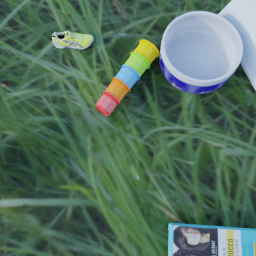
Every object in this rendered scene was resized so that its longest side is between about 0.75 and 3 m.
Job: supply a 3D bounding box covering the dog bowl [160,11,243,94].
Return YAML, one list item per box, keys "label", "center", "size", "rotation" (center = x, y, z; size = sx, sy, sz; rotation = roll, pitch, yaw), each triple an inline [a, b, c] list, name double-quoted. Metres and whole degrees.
- label: "dog bowl"
  center: [2.163, -2.281, 8.549]
  size: [2.370, 0.934, 2.370]
  rotation: [0, 75, 0]

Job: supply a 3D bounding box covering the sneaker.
- label: "sneaker"
  center: [-1.763, -2.818, 8.927]
  size: [1.319, 0.504, 0.497]
  rotation: [-5, 73, -2]

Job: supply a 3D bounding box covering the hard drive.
- label: "hard drive"
  center: [3.985, -2.733, 8.234]
  size: [0.387, 1.943, 2.946]
  rotation: [-11, 71, -36]

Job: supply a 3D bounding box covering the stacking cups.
- label: "stacking cups"
  center: [-0.055, -1.486, 8.527]
  size: [0.762, 0.762, 2.518]
  rotation: [35, 82, 9]

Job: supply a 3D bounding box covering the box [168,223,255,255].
- label: "box"
  center: [2.444, 3.124, 7.169]
  size: [2.762, 0.679, 1.136]
  rotation: [3, 74, 1]
